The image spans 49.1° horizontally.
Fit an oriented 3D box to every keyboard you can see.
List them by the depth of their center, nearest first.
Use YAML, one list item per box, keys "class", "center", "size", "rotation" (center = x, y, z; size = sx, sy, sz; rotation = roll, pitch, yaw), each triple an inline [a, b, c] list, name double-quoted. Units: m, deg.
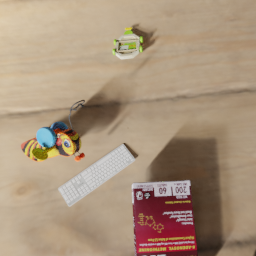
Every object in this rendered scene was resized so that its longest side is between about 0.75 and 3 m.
- class: "keyboard"
  center: [-0.806, 1.210, 7.350]
  size: [2.075, 0.111, 0.584]
  rotation: [-34, 73, -12]

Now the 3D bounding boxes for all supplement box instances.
- class: "supplement box"
  center: [0.804, 2.481, 6.330]
  size: [1.355, 0.758, 2.490]
  rotation: [-3, 76, -3]

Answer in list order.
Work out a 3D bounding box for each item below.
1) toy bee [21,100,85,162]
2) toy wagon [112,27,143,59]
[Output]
- class: "toy bee"
  center: [-1.691, 0.418, 6.892]
  size: [1.431, 2.187, 1.189]
  rotation: [-32, 91, -42]
- class: "toy wagon"
  center: [0.011, -2.616, 8.615]
  size: [0.904, 0.231, 1.166]
  rotation: [-2, 60, 11]
